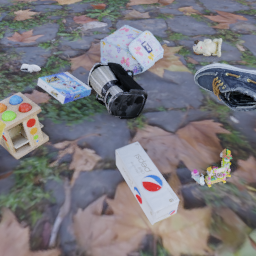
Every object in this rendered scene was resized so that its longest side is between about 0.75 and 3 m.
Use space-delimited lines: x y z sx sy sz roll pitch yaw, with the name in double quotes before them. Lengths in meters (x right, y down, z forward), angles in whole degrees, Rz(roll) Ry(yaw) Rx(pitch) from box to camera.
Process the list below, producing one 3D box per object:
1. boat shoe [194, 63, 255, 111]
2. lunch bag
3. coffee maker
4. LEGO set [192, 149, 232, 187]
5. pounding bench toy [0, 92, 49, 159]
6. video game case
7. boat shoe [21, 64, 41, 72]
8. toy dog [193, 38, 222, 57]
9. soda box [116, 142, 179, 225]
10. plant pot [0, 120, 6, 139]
"boat shoe" 2.907 -1.248 8.416 1.225 0.955 2.698 -36 33 -29
"lunch bag" 0.270 -3.852 13.897 2.569 1.633 2.178 30 51 19
"coffee maker" -0.215 -1.624 11.489 2.255 1.581 2.348 -22 49 -19
"LEGO set" 3.001 1.214 9.124 1.904 0.709 0.876 -29 51 -28
"pounding bench toy" -4.162 0.038 9.639 1.364 1.713 2.196 32 52 30
"video game case" -2.135 -1.405 9.525 1.220 0.306 1.346 34 33 18
"boat shoe" -4.816 -2.917 13.810 1.032 0.372 0.354 14 60 10
"toy dog" 4.156 -4.345 14.916 1.360 0.949 1.319 -2 30 -1
"soda box" 0.506 1.620 8.627 0.858 0.802 2.520 -19 46 -19
"plant pot" -3.034 0.137 5.831 0.911 0.911 0.857 21 70 21
